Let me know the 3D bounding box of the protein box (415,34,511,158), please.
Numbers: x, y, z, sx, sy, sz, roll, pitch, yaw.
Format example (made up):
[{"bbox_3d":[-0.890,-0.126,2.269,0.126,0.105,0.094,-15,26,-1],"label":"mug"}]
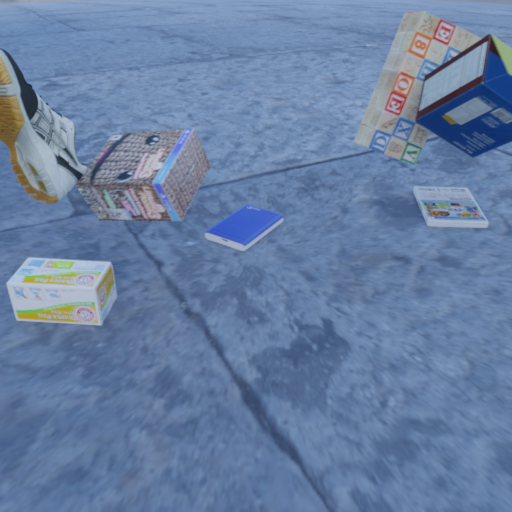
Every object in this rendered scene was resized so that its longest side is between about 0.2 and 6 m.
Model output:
[{"bbox_3d":[3.570,-2.463,8.889,1.386,0.942,1.396,24,-20,-21],"label":"protein box"}]

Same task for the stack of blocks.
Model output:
[{"bbox_3d":[2.956,-2.960,10.219,1.404,2.438,0.714,16,15,-19],"label":"stack of blocks"}]

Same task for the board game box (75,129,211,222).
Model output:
[{"bbox_3d":[-1.806,-1.305,9.111,1.664,0.806,1.327,2,50,25],"label":"board game box"}]

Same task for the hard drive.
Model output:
[{"bbox_3d":[-0.221,-0.592,11.307,0.946,0.182,1.434,19,36,28],"label":"hard drive"}]

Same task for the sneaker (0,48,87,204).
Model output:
[{"bbox_3d":[-2.347,-1.413,5.904,0.642,1.696,0.743,14,45,28],"label":"sneaker"}]

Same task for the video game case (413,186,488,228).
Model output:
[{"bbox_3d":[4.168,-1.081,12.146,1.224,0.154,1.709,2,31,3],"label":"video game case"}]

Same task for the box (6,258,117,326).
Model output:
[{"bbox_3d":[-3.043,0.558,8.890,1.420,0.720,0.799,3,31,4],"label":"box"}]
